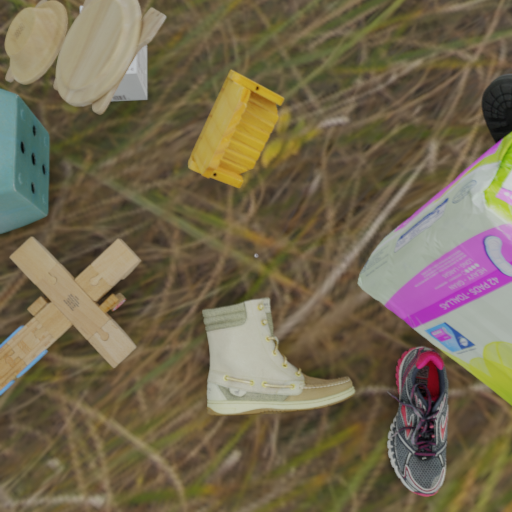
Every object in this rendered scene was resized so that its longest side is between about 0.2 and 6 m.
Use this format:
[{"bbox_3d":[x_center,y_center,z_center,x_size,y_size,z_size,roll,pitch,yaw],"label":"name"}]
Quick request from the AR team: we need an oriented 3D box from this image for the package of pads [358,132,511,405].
[{"bbox_3d":[3.017,0.548,5.638,3.330,2.573,1.136,37,64,1],"label":"package of pads"}]

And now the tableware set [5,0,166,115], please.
[{"bbox_3d":[-1.678,-2.721,5.604,2.942,0.341,2.457,24,91,39],"label":"tableware set"}]

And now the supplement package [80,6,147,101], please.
[{"bbox_3d":[-2.164,-3.086,8.585,0.861,0.855,1.135,-2,79,0],"label":"supplement package"}]

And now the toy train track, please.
[{"bbox_3d":[-3.098,1.178,7.961,3.678,0.598,2.110,-43,89,-2],"label":"toy train track"}]

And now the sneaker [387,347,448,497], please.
[{"bbox_3d":[2.227,2.231,7.621,0.792,0.734,1.966,0,80,0],"label":"sneaker"}]

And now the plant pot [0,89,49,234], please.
[{"bbox_3d":[-4.523,-1.284,7.652,2.979,2.105,2.106,-3,79,-3],"label":"plant pot"}]

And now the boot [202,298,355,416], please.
[{"bbox_3d":[0.286,1.357,7.801,2.043,0.736,1.580,-5,78,1],"label":"boot"}]

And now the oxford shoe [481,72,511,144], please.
[{"bbox_3d":[3.326,-1.061,5.458,2.610,0.948,1.101,32,70,-11],"label":"oxford shoe"}]

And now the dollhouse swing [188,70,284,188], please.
[{"bbox_3d":[-0.105,-1.173,5.587,0.948,0.917,1.043,17,108,-35],"label":"dollhouse swing"}]
